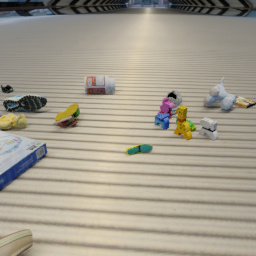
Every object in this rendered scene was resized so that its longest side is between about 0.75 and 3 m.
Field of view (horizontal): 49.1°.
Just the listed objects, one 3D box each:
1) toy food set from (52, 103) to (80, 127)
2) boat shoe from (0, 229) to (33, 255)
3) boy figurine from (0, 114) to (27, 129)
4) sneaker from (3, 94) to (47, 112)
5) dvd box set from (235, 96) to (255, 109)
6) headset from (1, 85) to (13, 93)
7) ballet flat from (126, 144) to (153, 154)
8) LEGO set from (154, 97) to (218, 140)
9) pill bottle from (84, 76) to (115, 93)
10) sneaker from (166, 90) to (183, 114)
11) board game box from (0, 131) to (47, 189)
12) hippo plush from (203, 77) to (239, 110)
[{"bbox_3d":[-2.305,-0.380,10.924,0.969,0.538,1.648,-21,24,12],"label":"toy food set"},{"bbox_3d":[-2.651,2.724,4.728,0.865,0.960,2.662,51,35,10],"label":"boat shoe"},{"bbox_3d":[-4.669,-0.294,10.648,1.707,0.550,1.062,6,26,17],"label":"boy figurine"},{"bbox_3d":[-4.324,-1.205,11.931,1.870,0.733,0.841,-1,30,9],"label":"sneaker"},{"bbox_3d":[5.144,-1.195,12.730,0.774,0.156,1.058,-18,33,-31],"label":"dvd box set"},{"bbox_3d":[-6.147,-1.949,14.124,0.789,0.371,0.487,31,42,21],"label":"headset"},{"bbox_3d":[0.351,0.656,9.137,0.906,0.303,0.304,-10,16,-14],"label":"ballet flat"},{"bbox_3d":[1.918,-0.441,10.281,1.044,1.124,2.738,-24,36,-36],"label":"LEGO set"},{"bbox_3d":[-1.367,-2.130,13.775,1.492,0.837,0.837,-1,28,-3],"label":"pill bottle"},{"bbox_3d":[2.041,-1.317,12.262,0.736,0.807,1.969,6,29,11],"label":"sneaker"},{"bbox_3d":[-4.050,0.903,8.417,2.246,0.489,2.257,13,31,23],"label":"board game box"},{"bbox_3d":[4.078,-1.248,12.248,1.152,1.141,1.433,40,48,12],"label":"hippo plush"}]
